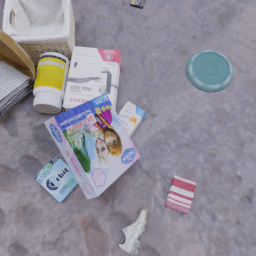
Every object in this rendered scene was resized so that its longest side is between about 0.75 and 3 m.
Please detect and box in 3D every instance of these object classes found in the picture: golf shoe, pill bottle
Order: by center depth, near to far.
[{"bbox_3d":[0.173,3.107,8.583,0.681,0.549,1.402,18,71,12],"label":"golf shoe"},{"bbox_3d":[-2.686,-1.552,9.793,1.101,1.101,1.927,3,71,1],"label":"pill bottle"}]

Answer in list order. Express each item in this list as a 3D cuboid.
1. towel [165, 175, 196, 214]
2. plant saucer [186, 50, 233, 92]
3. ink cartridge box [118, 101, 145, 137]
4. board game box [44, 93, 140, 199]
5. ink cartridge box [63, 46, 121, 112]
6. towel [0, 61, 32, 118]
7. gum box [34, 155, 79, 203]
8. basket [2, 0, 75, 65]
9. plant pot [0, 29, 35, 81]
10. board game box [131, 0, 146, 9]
[{"bbox_3d":[1.727,2.142,9.097,0.790,0.125,1.096,18,73,5],"label":"towel"},{"bbox_3d":[3.074,-2.190,10.466,1.788,0.245,1.788,0,71,0],"label":"plant saucer"},{"bbox_3d":[-0.047,-0.178,9.692,0.747,0.440,1.298,32,75,10],"label":"ink cartridge box"},{"bbox_3d":[-0.879,0.393,8.080,2.356,0.485,2.350,-37,100,-52],"label":"board game box"},{"bbox_3d":[-1.212,-1.546,9.836,1.712,0.997,2.350,6,75,1],"label":"ink cartridge box"},{"bbox_3d":[-4.507,-1.323,9.757,1.578,0.816,1.906,30,59,18],"label":"towel"},{"bbox_3d":[-2.265,1.657,9.174,1.211,0.270,1.029,40,76,12],"label":"gum box"},{"bbox_3d":[-3.033,-3.622,10.112,2.234,1.797,2.214,-4,72,-1],"label":"basket"},{"bbox_3d":[-4.232,-2.642,9.206,2.894,2.894,0.398,29,74,9],"label":"plant pot"},{"bbox_3d":[0.462,-5.316,11.547,0.527,0.135,0.778,16,72,5],"label":"board game box"}]
